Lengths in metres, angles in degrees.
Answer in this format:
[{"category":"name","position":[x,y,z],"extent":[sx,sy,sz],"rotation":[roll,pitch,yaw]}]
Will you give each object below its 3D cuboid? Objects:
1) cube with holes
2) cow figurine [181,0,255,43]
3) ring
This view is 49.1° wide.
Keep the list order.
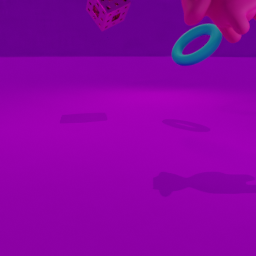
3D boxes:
[{"category":"cube with holes","position":[-0.777,-4.677,10.727],"extent":[1.122,1.122,1.122],"rotation":[-34,-3,-21]},{"category":"cow figurine","position":[1.976,-2.587,5.780],"extent":[1.639,1.613,0.900],"rotation":[-36,-4,-1]},{"category":"ring","position":[2.287,-2.810,9.454],"extent":[1.785,0.357,1.785],"rotation":[-26,40,25]}]
